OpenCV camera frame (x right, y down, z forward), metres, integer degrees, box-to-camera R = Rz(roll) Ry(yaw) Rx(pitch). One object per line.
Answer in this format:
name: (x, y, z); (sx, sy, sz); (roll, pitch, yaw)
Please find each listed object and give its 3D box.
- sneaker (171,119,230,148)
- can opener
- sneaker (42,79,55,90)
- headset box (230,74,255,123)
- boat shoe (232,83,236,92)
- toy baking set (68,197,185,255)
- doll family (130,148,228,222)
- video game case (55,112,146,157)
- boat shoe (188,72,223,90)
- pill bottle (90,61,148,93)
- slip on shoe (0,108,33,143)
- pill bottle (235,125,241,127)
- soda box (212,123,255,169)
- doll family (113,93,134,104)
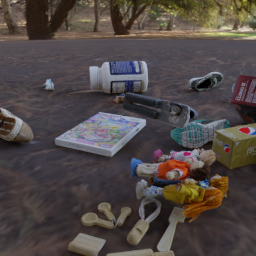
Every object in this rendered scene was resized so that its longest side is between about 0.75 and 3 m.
sneaker: (2.157, 0.120, 8.874); (2.126, 0.825, 0.970); (-4, 10, -27)
can opener: (0.967, -0.588, 8.835); (0.861, 0.687, 2.575); (1, 14, -45)
sneaker: (-4.364, -2.316, 15.107); (0.549, 0.475, 1.268); (-15, 26, -21)
headset box: (4.801, -0.750, 9.154); (2.774, 1.071, 2.065); (16, -8, 36)
boat shoe: (6.024, -1.516, 12.735); (2.495, 0.918, 0.815); (29, 30, 32)
toy baking set: (0.092, 1.823, 5.109); (2.285, 0.266, 1.753); (-2, 22, -4)
doll family: (1.235, 1.154, 5.992); (1.706, 1.239, 2.749); (1, 3, 20)
video game case: (-0.795, 0.106, 9.379); (1.968, 0.248, 2.748); (9, 24, 22)
boat shoe: (4.322, -2.417, 14.986); (2.282, 0.807, 0.726); (-19, 28, -23)
pill bottle: (-0.508, -2.565, 14.205); (2.812, 1.562, 1.562); (-3, 22, -7)
slip on shoe: (-3.902, -0.058, 9.212); (2.486, 0.945, 0.753); (12, -16, 46)
pill bottle: (3.470, 0.212, 8.885); (0.415, 0.415, 0.757); (12, 25, 28)
soda box: (3.594, 0.402, 7.845); (2.488, 0.843, 0.796); (-8, 24, -21)
doll family: (-0.142, -1.409, 12.779); (1.096, 0.494, 0.680); (5, 23, 11)
